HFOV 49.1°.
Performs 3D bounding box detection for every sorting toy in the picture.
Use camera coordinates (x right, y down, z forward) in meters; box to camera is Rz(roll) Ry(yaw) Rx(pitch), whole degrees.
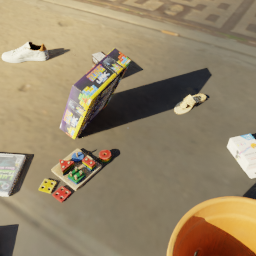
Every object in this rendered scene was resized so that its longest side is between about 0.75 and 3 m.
[{"bbox_3d":[-1.567,1.149,8.193,1.074,0.377,2.227,31,53,27],"label":"sorting toy"}]

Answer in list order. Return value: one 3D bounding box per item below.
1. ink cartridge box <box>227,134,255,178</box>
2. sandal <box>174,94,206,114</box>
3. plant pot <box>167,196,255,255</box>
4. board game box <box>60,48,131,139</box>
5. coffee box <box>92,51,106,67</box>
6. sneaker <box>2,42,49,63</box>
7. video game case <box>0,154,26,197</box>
[{"bbox_3d":[3.696,0.822,8.469,0.746,0.440,1.296,-12,47,-12],"label":"ink cartridge box"},{"bbox_3d":[2.294,-1.041,10.279,1.480,0.487,0.543,-26,51,-24],"label":"sandal"},{"bbox_3d":[2.041,2.998,5.241,2.800,1.960,2.800,0,46,0],"label":"plant pot"},{"bbox_3d":[-1.074,-1.003,8.704,0.699,2.466,2.038,39,55,1],"label":"board game box"},{"bbox_3d":[-0.937,-2.495,11.537,0.528,0.748,1.323,-25,51,-23],"label":"coffee box"},{"bbox_3d":[-4.607,-3.438,12.407,2.036,0.862,0.741,-6,47,-4],"label":"sneaker"},{"bbox_3d":[-3.947,1.312,8.168,1.522,0.178,1.384,4,46,3],"label":"video game case"}]
